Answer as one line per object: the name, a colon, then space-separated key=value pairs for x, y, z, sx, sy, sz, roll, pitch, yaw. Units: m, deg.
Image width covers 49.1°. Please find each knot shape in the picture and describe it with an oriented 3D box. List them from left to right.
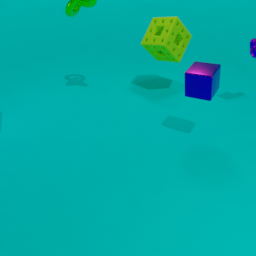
knot shape: x=-1.573 y=-4.512 z=9.018 sx=0.756 sy=1.532 sz=1.637 roll=2 pitch=-15 yaw=-37

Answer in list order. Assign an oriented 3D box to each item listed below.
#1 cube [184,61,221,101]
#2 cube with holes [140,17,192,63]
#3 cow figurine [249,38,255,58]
cube: x=1.918 y=-1.218 z=7.215 sx=0.708 sy=0.708 sz=0.708 roll=15 pitch=43 yaw=29
cube with holes: x=1.423 y=-3.264 z=10.395 sx=1.148 sy=1.148 sz=1.148 roll=20 pitch=-7 yaw=44
cow figurine: x=4.396 y=-2.430 z=9.050 sx=1.141 sy=1.122 sz=0.626 roll=-23 pitch=39 yaw=-16
